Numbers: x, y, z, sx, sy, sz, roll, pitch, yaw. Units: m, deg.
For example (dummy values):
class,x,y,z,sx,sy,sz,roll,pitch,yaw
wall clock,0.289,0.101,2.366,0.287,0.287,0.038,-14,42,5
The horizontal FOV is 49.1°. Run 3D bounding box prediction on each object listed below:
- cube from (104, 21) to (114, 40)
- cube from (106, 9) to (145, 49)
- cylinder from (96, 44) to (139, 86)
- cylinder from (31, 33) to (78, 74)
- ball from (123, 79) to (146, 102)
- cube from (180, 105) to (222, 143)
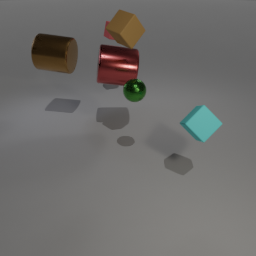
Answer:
class,x,y,z,sx,sy,sz,roll,pitch,yaw
cube,-0.641,-4.519,13.048,0.700,0.700,0.700,-2,28,-30
cube,-0.068,-2.850,8.090,0.700,0.700,0.700,35,89,37
cylinder,-0.402,-2.288,10.348,1.400,1.400,1.400,5,28,-9
cylinder,-2.855,-2.928,11.060,1.400,1.400,1.400,9,29,6
ball,0.200,-1.119,8.351,0.700,0.700,0.700,0,28,0
cube,1.928,-0.121,7.488,0.700,0.700,0.700,-45,3,0
